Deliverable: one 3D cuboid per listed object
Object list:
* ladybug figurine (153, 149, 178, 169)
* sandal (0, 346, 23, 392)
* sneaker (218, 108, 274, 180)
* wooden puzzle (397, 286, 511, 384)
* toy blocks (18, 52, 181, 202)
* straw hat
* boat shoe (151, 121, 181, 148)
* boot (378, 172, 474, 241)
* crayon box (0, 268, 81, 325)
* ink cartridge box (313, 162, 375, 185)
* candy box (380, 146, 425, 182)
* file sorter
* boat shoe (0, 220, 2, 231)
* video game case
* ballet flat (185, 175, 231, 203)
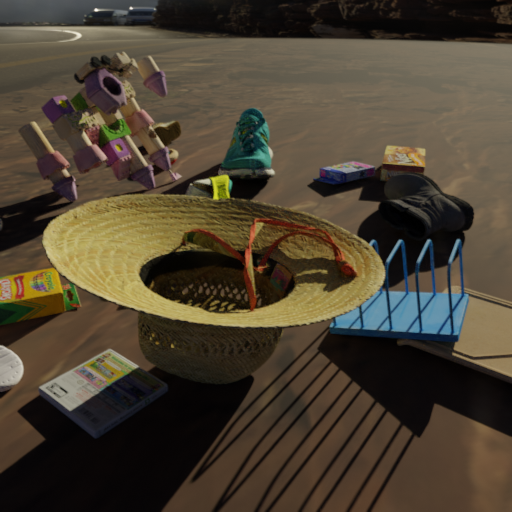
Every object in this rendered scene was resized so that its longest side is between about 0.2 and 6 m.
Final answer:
[{"bbox_3d":[-2.269,-2.416,13.937,0.631,0.335,0.930,6,27,11],"label":"ladybug figurine"},{"bbox_3d":[-3.772,1.207,6.387,2.145,0.615,0.822,22,35,-3],"label":"sandal"},{"bbox_3d":[-0.229,-2.635,13.261,1.297,1.333,3.346,0,27,0],"label":"sneaker"},{"bbox_3d":[2.932,1.006,7.048,1.805,0.336,1.670,14,30,36],"label":"wooden puzzle"},{"bbox_3d":[-2.817,-2.414,11.738,2.886,2.429,2.697,-27,8,35],"label":"toy blocks"},{"bbox_3d":[-0.460,0.570,6.458,3.772,1.596,3.772,8,23,-3],"label":"straw hat"},{"bbox_3d":[-2.719,-3.351,15.635,0.570,0.635,1.716,-1,21,24],"label":"boat shoe"},{"bbox_3d":[2.819,-1.006,10.493,1.440,0.764,2.188,-9,26,-28],"label":"boot"},{"bbox_3d":[-3.218,0.553,7.905,1.318,0.335,0.837,-11,28,-22],"label":"crayon box"},{"bbox_3d":[2.038,-1.928,13.001,1.279,0.268,0.763,-18,27,-29],"label":"ink cartridge box"},{"bbox_3d":[3.503,-2.182,13.320,0.950,0.455,1.645,7,27,14],"label":"candy box"},{"bbox_3d":[1.815,0.376,7.203,1.588,0.974,1.102,1,23,27],"label":"file sorter"},{"bbox_3d":[-5.281,-0.186,8.814,0.883,0.967,2.687,8,19,26],"label":"boat shoe"},{"bbox_3d":[-1.700,1.492,6.239,1.074,0.118,0.977,20,33,36],"label":"video game case"},{"bbox_3d":[-0.869,-0.956,10.250,0.866,0.864,2.585,18,25,-17],"label":"ballet flat"}]
